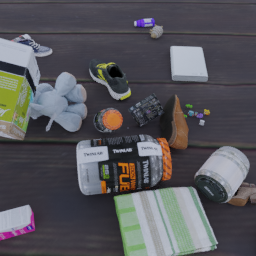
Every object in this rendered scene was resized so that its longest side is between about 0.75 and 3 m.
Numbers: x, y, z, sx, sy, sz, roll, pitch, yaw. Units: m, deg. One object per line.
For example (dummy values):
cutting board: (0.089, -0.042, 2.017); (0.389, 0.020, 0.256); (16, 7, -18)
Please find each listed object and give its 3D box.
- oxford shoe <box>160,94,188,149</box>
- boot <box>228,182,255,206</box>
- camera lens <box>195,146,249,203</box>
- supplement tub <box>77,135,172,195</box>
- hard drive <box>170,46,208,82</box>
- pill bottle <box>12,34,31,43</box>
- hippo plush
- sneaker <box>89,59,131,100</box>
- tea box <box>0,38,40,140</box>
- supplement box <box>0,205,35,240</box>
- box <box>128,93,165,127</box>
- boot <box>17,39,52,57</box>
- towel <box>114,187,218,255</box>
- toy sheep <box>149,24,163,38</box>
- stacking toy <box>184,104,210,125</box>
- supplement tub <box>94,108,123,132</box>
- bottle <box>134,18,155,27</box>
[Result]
oxford shoe: (1.741, -0.218, 10.235); (0.913, 0.914, 2.562); (24, 45, -17)
boot: (3.461, 1.975, 8.481); (0.990, 0.348, 0.724); (6, 42, 4)
camera lens: (2.803, 1.395, 8.384); (1.172, 1.172, 1.465); (33, 57, 26)
supplement tub: (-0.130, 1.060, 8.401); (2.648, 1.622, 1.622); (-6, 48, -5)
hard drive: (2.763, -3.003, 12.918); (1.524, 0.304, 2.311); (3, 48, 3)
pill bottle: (-5.300, -4.227, 13.848); (0.551, 0.551, 0.968); (29, 54, 23)
hippo plush: (-2.843, -0.716, 10.247); (1.992, 1.973, 2.477); (-2, 39, 35)
sneaker: (-0.747, -2.340, 11.755); (1.007, 1.144, 2.703); (-29, 54, -24)
tea box: (-3.839, -1.059, 8.415); (1.684, 2.521, 2.480); (14, 81, -10)
supplement box: (-3.205, 2.619, 7.709); (1.114, 0.563, 0.575); (-14, 50, -12)
box: (0.679, -0.625, 10.166); (1.089, 0.872, 0.237); (-32, 39, 4)
boot: (-4.481, -3.875, 13.418); (1.572, 0.710, 0.572); (-2, 48, -2)
towel: (0.968, 2.542, 7.583); (2.481, 0.381, 1.851); (-3, 49, -16)
toy sheep: (1.502, -5.005, 14.512); (0.615, 0.615, 0.893); (34, 77, 27)
stacking toy: (2.583, -0.511, 10.764); (0.959, 0.225, 0.723); (19, 49, 19)
supplement tub: (-0.667, -0.251, 9.526); (0.812, 1.326, 0.812); (0, 90, -17)
bottle: (0.899, -5.758, 15.344); (1.080, 0.353, 0.451); (-8, 49, -7)
